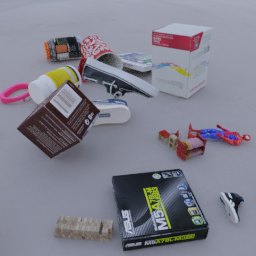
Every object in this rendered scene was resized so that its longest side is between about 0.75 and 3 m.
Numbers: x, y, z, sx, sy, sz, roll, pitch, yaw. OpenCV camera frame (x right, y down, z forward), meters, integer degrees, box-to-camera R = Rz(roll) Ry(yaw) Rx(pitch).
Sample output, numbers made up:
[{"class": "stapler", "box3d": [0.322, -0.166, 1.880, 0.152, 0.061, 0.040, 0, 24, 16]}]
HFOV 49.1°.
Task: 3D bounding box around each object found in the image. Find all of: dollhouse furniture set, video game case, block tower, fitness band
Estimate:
[{"class": "dollhouse furniture set", "box3d": [1.884, 0.394, 9.944, 0.878, 0.664, 1.632, -17, 37, -24]}, {"class": "video game case", "box3d": [0.666, -3.976, 16.553, 2.713, 0.348, 2.984, 23, 30, 31]}, {"class": "block tower", "box3d": [-1.107, 2.494, 6.957, 1.452, 0.420, 0.392, 2, 33, 5]}, {"class": "fitness band", "box3d": [-5.237, -1.695, 13.450, 1.391, 0.363, 1.937, 8, 33, 12]}]

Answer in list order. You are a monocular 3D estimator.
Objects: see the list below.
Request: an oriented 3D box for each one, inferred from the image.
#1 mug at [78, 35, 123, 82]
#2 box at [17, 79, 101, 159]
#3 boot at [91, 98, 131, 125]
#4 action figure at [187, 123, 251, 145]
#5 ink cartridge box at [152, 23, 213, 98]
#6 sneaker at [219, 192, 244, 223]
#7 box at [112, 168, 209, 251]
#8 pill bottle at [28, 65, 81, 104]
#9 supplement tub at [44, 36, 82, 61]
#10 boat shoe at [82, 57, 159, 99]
[{"class": "mug", "box3d": [-1.809, -3.796, 15.105, 2.274, 1.710, 2.562, -18, 46, -16]}, {"class": "box", "box3d": [-2.215, -0.259, 9.092, 1.860, 1.527, 1.543, -28, 24, 40]}, {"class": "boot", "box3d": [-1.266, -0.717, 11.584, 2.668, 0.970, 1.205, 3, 24, -8]}, {"class": "action figure", "box3d": [3.377, 0.228, 10.368, 2.229, 0.576, 0.729, 10, 32, 10]}, {"class": "ink cartridge box", "box3d": [2.549, -3.293, 13.561, 2.118, 2.929, 2.128, 21, 38, 34]}, {"class": "sneaker", "box3d": [2.935, 2.102, 7.586, 0.565, 0.369, 1.011, -4, 32, -5]}, {"class": "box", "box3d": [0.735, 2.061, 7.515, 2.136, 0.526, 2.212, -3, 33, -9]}, {"class": "pill bottle", "box3d": [-3.378, -2.003, 13.060, 1.290, 1.290, 2.258, 21, 38, 29]}, {"class": "supplement tub", "box3d": [-4.013, -4.945, 17.500, 2.254, 1.381, 1.381, -11, 35, -17]}, {"class": "boat shoe", "box3d": [-0.361, -1.485, 9.560, 2.874, 0.981, 1.061, 26, 10, 15]}]
